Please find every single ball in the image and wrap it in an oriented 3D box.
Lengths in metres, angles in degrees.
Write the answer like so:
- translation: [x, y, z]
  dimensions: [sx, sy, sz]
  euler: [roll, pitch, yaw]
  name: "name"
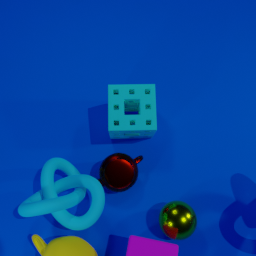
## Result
- translation: [1.087, 2.012, 6.127]
  dimensions: [0.834, 0.834, 0.834]
  euler: [0, 64, 0]
  name: "ball"

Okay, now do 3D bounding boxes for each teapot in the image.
- translation: [-0.271, 1.060, 6.676]
  dimensions: [1.482, 0.726, 0.921]
  euler: [-30, 93, -4]
  name: "teapot"

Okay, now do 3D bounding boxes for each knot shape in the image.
- translation: [-1.409, 1.341, 6.138]
  dimensions: [1.756, 0.811, 1.643]
  euler: [2, 37, -9]
  name: "knot shape"

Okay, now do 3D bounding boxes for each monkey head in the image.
- translation: [-1.251, 2.875, 5.722]
  dimensions: [1.779, 1.280, 1.072]
  euler: [21, 33, -8]
  name: "monkey head"

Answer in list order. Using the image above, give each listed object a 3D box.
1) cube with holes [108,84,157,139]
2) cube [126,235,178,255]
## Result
- translation: [0.087, -0.374, 7.004]
  dimensions: [1.108, 1.108, 1.108]
  euler: [-1, 78, -1]
  name: "cube with holes"
- translation: [0.415, 2.811, 5.644]
  dimensions: [0.966, 0.966, 0.966]
  euler: [10, 63, 5]
  name: "cube"
